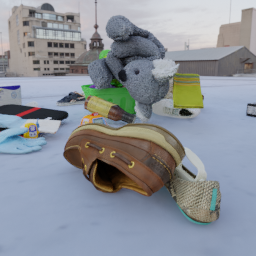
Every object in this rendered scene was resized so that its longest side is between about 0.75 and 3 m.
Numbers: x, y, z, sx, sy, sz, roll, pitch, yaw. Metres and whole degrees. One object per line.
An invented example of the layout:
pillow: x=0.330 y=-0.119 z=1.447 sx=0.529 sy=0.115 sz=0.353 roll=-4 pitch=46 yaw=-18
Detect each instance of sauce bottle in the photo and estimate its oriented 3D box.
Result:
sauce bottle: x=-0.581 y=-0.557 z=9.226 sx=1.737 sy=0.573 sz=0.573 roll=23 pitch=17 yaw=10

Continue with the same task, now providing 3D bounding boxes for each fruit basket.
fruit basket: x=-0.531 y=-1.868 z=11.224 sx=2.710 sy=2.710 sz=1.955 roll=-6 pitch=16 yaw=-24

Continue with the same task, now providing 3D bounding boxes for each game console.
game console: x=-3.453 y=-0.183 z=8.585 sx=2.419 sy=0.425 sz=2.735 roll=9 pitch=19 yaw=11

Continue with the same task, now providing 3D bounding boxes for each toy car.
toy car: x=-1.477 y=0.018 z=7.135 sx=2.184 sy=0.727 sz=1.071 roll=-7 pitch=14 yaw=-31

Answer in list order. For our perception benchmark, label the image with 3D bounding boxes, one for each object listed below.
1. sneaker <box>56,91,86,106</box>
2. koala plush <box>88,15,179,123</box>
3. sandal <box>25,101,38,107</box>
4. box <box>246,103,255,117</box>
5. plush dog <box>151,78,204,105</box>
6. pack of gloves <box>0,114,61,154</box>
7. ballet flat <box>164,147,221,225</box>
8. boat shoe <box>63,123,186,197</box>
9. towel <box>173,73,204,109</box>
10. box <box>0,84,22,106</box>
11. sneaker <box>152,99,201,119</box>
sneaker: x=-2.821 y=-1.479 z=13.925 sx=1.660 sy=0.659 sz=0.651 roll=-13 pitch=20 yaw=-41
koala plush: x=0.476 y=-1.833 z=9.319 sx=2.632 sy=2.540 sz=2.864 roll=7 pitch=37 yaw=-32
sandal: x=-3.684 y=-0.566 z=10.579 sx=0.653 sy=0.394 sz=1.605 roll=-17 pitch=29 yaw=-9
box: x=5.772 y=-0.615 z=10.373 sx=1.618 sy=0.511 sz=2.052 roll=-7 pitch=14 yaw=-28
plush dog: x=2.185 y=-1.561 z=12.345 sx=2.134 sy=1.993 sz=2.484 roll=20 pitch=4 yaw=-24
pack of gloves: x=-3.039 y=-0.054 z=6.993 sx=2.343 sy=0.462 sz=1.969 roll=5 pitch=25 yaw=-2
ballet flat: x=0.746 y=0.637 z=4.254 sx=0.698 sy=0.774 sz=2.057 roll=8 pitch=9 yaw=-19
boat shoe: x=-0.364 y=0.507 z=4.410 sx=2.612 sy=0.940 sz=0.882 roll=-4 pitch=45 yaw=49
towel: x=1.749 y=-1.144 z=8.273 sx=0.838 sy=0.176 sz=1.947 roll=1 pitch=36 yaw=9
box: x=-6.029 y=-1.285 z=11.970 sx=2.107 sy=1.106 sz=1.938 roll=4 pitch=13 yaw=21
sneaker: x=1.721 y=-0.704 z=10.501 sx=1.873 sy=0.659 sz=0.751 roll=6 pitch=17 yaw=22
